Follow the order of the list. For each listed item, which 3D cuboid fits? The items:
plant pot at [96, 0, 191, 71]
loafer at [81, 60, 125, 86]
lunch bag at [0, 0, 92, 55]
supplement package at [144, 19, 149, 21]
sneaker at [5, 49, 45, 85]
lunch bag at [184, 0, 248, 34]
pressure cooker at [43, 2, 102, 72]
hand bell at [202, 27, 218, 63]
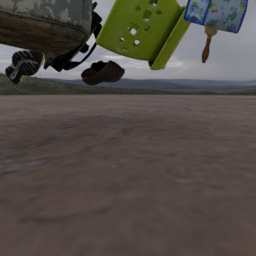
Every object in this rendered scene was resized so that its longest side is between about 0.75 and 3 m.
[{"bbox_3d":[0.570,-3.166,8.620,2.157,2.378,2.366,29,18,-9],"label":"plant pot"},{"bbox_3d":[-0.963,-1.971,9.446,2.072,0.757,0.736,2,-37,47],"label":"loafer"},{"bbox_3d":[-2.025,-2.823,5.131,2.776,2.328,1.934,4,-2,-32],"label":"lunch bag"},{"bbox_3d":[0.738,-4.158,11.025,1.202,0.667,0.936,38,23,18],"label":"supplement package"},{"bbox_3d":[-2.556,-1.710,7.239,1.703,0.666,0.769,-10,29,47],"label":"sneaker"},{"bbox_3d":[1.947,-2.814,5.931,1.134,1.334,0.850,-2,29,-30],"label":"lunch bag"},{"bbox_3d":[-2.174,-3.135,8.762,2.563,2.289,2.254,37,-41,-24],"label":"pressure cooker"},{"bbox_3d":[2.552,-2.761,8.889,0.722,1.386,0.722,8,25,-3],"label":"hand bell"}]
